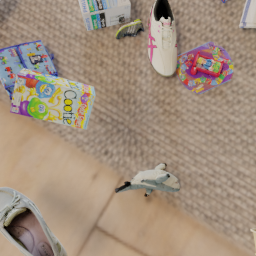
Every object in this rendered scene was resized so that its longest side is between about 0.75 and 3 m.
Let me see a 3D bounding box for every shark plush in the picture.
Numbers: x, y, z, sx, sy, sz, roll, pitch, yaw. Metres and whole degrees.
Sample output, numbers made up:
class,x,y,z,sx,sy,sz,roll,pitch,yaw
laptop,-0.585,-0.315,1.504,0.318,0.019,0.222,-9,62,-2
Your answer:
class,x,y,z,sx,sy,sz,roll,pitch,yaw
shark plush,0.529,1.597,7.652,1.743,0.792,0.726,-16,108,-8

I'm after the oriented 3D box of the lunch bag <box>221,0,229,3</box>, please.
class,x,y,z,sx,sy,sz,roll,pitch,yaw
lunch bag,3.150,-4.679,9.199,0.700,0.437,0.929,-34,67,-6

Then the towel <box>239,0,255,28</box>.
class,x,y,z,sx,sy,sz,roll,pitch,yaw
towel,4.561,-3.674,8.463,2.024,0.241,1.487,16,92,29

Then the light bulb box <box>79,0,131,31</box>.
class,x,y,z,sx,sy,sz,roll,pitch,yaw
light bulb box,-0.792,-4.024,8.728,1.481,0.924,1.468,-14,78,-3

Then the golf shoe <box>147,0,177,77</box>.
class,x,y,z,sx,sy,sz,roll,pitch,yaw
golf shoe,1.005,-2.722,8.354,0.868,1.101,2.390,-6,78,-2

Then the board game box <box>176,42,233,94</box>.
class,x,y,z,sx,sy,sz,roll,pitch,yaw
board game box,2.377,-1.914,8.543,1.817,0.354,1.435,-25,78,-5

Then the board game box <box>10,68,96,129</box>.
class,x,y,z,sx,sy,sz,roll,pitch,yaw
board game box,-1.428,-0.571,5.471,1.430,0.736,0.750,13,108,-15

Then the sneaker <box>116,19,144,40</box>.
class,x,y,z,sx,sy,sz,roll,pitch,yaw
sneaker,0.068,-3.040,8.805,1.004,0.371,0.406,-31,82,-5

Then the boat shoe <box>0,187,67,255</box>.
class,x,y,z,sx,sy,sz,roll,pitch,yaw
boat shoe,-2.240,2.123,6.064,0.884,0.770,2.400,-37,67,-25

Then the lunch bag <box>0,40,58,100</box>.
class,x,y,z,sx,sy,sz,roll,pitch,yaw
lunch bag,-3.015,-1.835,8.417,1.711,0.805,1.288,-25,77,-18

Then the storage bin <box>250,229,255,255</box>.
class,x,y,z,sx,sy,sz,roll,pitch,yaw
storage bin,4.066,2.921,6.911,1.425,1.414,0.668,-3,81,-1
